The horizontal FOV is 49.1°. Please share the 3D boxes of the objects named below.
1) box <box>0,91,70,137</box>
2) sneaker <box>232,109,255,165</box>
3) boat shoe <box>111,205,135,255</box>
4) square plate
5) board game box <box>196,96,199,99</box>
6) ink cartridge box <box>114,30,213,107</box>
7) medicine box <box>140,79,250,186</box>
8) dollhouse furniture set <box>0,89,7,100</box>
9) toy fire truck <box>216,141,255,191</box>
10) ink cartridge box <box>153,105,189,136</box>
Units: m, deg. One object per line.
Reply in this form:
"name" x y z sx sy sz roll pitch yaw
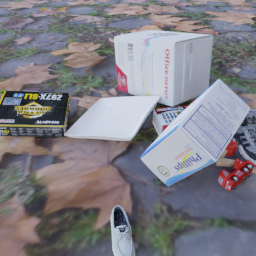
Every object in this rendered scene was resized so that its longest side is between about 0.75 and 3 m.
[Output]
"box" -3.165 -0.507 9.437 2.263 0.558 1.807 2 41 -6
"sneaker" 3.674 0.150 8.282 0.780 1.177 2.068 -8 37 -10
"boat shoe" -0.153 2.251 6.035 0.456 0.466 1.308 -7 37 -10
"square plate" -0.433 -0.324 9.206 2.465 0.354 2.489 1 34 29
"board game box" 3.296 -0.934 10.324 1.333 0.300 1.014 -2 23 -3
"ink cartridge box" 1.264 -2.345 10.360 2.141 2.151 2.960 -22 32 -35
"medicine box" 1.686 0.156 7.193 1.133 2.005 2.201 45 54 3
"dollhouse furniture set" -4.117 -0.786 10.008 0.832 0.643 1.665 -28 45 -32
"toy fire truck" 2.860 1.013 7.798 1.515 0.369 1.068 -27 44 -31
"ink cartridge box" 1.726 -0.106 9.074 1.542 0.647 1.354 -7 37 -10
